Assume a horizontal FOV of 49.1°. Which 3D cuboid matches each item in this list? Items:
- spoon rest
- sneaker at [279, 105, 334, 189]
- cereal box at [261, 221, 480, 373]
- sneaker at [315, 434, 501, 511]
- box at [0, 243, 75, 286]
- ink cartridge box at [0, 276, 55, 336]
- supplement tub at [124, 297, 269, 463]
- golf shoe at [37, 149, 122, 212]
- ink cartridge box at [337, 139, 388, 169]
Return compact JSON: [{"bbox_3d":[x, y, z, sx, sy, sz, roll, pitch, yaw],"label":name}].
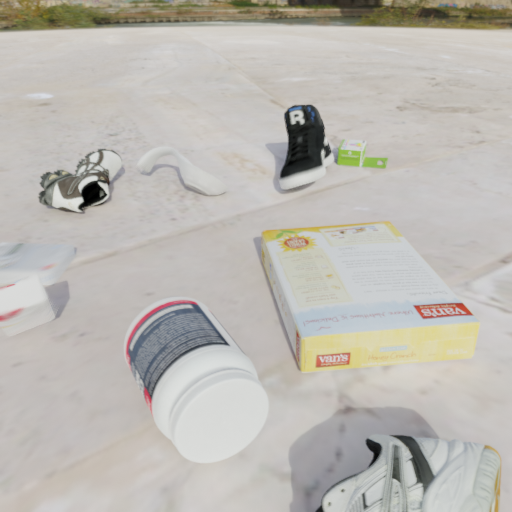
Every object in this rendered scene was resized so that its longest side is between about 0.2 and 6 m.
[{"bbox_3d":[-1.539,-1.863,12.039,2.192,0.665,1.089,22,-5,26],"label":"spoon rest"},{"bbox_3d":[0.927,-2.492,12.325,1.023,1.567,2.801,-13,16,20],"label":"sneaker"},{"bbox_3d":[1.394,0.423,8.035,2.247,0.617,3.123,-4,28,-7],"label":"cereal box"},{"bbox_3d":[0.900,2.374,4.046,1.297,1.119,2.959,5,19,29],"label":"sneaker"},{"bbox_3d":[-3.705,0.112,9.040,1.243,0.256,0.969,1,28,4],"label":"box"},{"bbox_3d":[-2.958,0.644,7.094,0.640,0.867,0.371,-21,75,-21],"label":"ink cartridge box"},{"bbox_3d":[-0.668,1.245,5.910,1.123,1.123,1.600,-13,30,-24],"label":"supplement tub"},{"bbox_3d":[-3.358,-1.473,11.623,1.109,0.913,2.348,24,37,13],"label":"golf shoe"},{"bbox_3d":[2.669,-2.537,13.909,1.184,0.449,0.875,7,28,14],"label":"ink cartridge box"}]
